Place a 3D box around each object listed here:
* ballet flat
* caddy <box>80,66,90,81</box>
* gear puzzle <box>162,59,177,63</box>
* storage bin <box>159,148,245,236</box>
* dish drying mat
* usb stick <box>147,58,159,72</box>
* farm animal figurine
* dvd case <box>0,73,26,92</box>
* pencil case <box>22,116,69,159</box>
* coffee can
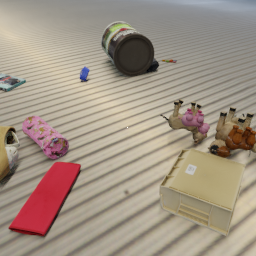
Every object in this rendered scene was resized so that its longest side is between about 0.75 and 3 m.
[{"bbox_3d":[-3.881,0.656,8.869,0.847,0.922,2.686,-8,34,-20],"label":"ballet flat"},{"bbox_3d":[-2.232,-2.757,14.178,0.396,0.755,0.534,21,0,-5],"label":"caddy"},{"bbox_3d":[2.455,-4.026,16.681,0.894,0.117,0.463,8,34,12],"label":"gear puzzle"},{"bbox_3d":[2.010,1.566,7.527,1.847,0.872,1.861,16,37,24],"label":"storage bin"},{"bbox_3d":[-2.156,1.828,7.715,0.968,0.229,2.520,7,35,11],"label":"dish drying mat"},{"bbox_3d":[1.009,-4.059,16.299,0.831,0.488,2.996,-25,36,1],"label":"usb stick"},{"bbox_3d":[2.961,0.201,9.163,2.927,1.543,2.959,-7,28,-34],"label":"farm animal figurine"},{"bbox_3d":[-6.205,-2.303,14.002,1.746,0.192,1.274,15,36,23],"label":"dvd case"},{"bbox_3d":[-2.857,0.271,9.545,1.989,0.860,0.823,32,77,39],"label":"pencil case"},{"bbox_3d":[-0.117,-4.400,15.357,2.187,2.187,2.988,-10,34,-14],"label":"coffee can"}]
